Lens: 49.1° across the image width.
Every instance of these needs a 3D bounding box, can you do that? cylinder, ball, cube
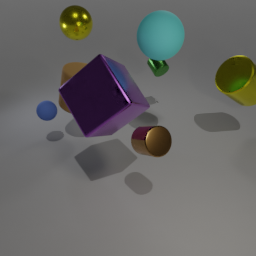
[{"bbox_3d":[4.040,-1.632,9.886,1.400,1.400,1.400,20,15,-40],"label":"cylinder"},{"bbox_3d":[1.270,-2.648,11.827,0.700,0.700,0.700,-17,66,-26],"label":"cylinder"},{"bbox_3d":[0.526,0.293,6.420,0.700,0.700,0.700,-17,8,-25],"label":"cylinder"},{"bbox_3d":[0.955,-2.716,8.269,1.400,1.400,1.400,0,31,0],"label":"ball"},{"bbox_3d":[-2.792,-0.596,9.646,0.700,0.700,0.700,0,31,0],"label":"ball"},{"bbox_3d":[-0.549,-0.732,6.962,1.400,1.400,1.400,58,19,11],"label":"cube"},{"bbox_3d":[-1.679,-1.395,9.896,1.400,1.400,1.400,11,34,-8],"label":"cylinder"},{"bbox_3d":[-2.188,-4.424,11.822,1.400,1.400,1.400,0,31,0],"label":"ball"}]
